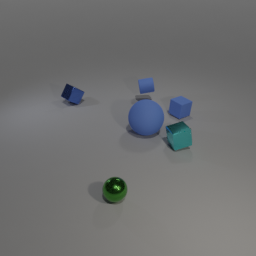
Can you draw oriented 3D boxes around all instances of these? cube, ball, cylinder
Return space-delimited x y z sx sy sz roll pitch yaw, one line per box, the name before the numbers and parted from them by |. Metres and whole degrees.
cube | -2.675 -1.638 13.544 0.700 0.700 0.700 29 5 41
cube | 1.849 0.276 10.161 0.700 0.700 0.700 -16 29 -9
ball | -0.361 1.711 7.802 0.700 0.700 0.700 0 29 0
cube | 2.324 -0.924 12.440 0.700 0.700 0.700 -19 38 -34
cylinder | 0.886 -2.053 13.591 0.700 0.700 0.700 -9 29 2
ball | 0.705 -0.409 10.899 1.400 1.400 1.400 0 29 0
